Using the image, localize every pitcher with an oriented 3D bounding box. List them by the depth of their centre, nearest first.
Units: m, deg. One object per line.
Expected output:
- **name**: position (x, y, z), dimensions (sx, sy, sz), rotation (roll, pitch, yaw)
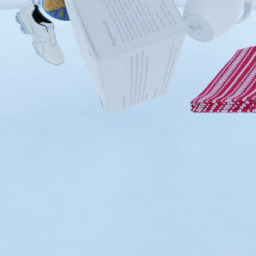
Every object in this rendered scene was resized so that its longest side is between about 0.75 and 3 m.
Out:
- **pitcher**: position (2.341, -2.937, 6.857), dimensions (1.252, 1.771, 2.065), rotation (19, 68, 50)

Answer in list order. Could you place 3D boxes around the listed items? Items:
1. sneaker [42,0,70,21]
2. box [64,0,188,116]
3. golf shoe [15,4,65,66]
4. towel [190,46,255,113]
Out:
- **sneaker**: position (-1.314, -4.154, 8.249), dimensions (2.886, 1.086, 1.272), rotation (-32, 60, -18)
- **box**: position (-0.240, -2.286, 6.806), dimensions (1.900, 2.893, 2.908), rotation (-21, 73, -7)
- **golf shoe**: position (-1.697, -1.889, 5.754), dimensions (0.643, 1.323, 0.518), rotation (-13, 36, 41)
- **towel**: position (1.517, -0.597, 2.791), dimensions (1.232, 0.192, 1.703), rotation (-46, 23, -20)
